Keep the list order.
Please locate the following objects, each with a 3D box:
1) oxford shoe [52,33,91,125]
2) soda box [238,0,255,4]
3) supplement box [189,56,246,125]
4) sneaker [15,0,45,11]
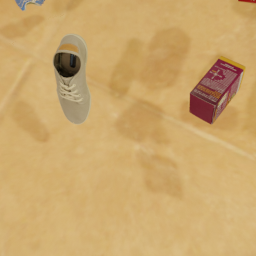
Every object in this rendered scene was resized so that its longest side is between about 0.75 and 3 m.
[{"bbox_3d":[-1.149,-0.846,5.656,0.768,2.042,0.590,10,40,3],"label":"oxford shoe"},{"bbox_3d":[3.385,-3.101,5.909,0.916,2.617,0.830,-16,120,-3],"label":"soda box"},{"bbox_3d":[1.983,-0.840,6.282,0.641,0.813,1.242,34,71,25],"label":"supplement box"},{"bbox_3d":[-2.480,-3.825,7.954,1.543,0.584,0.594,-22,108,-3],"label":"sneaker"}]
